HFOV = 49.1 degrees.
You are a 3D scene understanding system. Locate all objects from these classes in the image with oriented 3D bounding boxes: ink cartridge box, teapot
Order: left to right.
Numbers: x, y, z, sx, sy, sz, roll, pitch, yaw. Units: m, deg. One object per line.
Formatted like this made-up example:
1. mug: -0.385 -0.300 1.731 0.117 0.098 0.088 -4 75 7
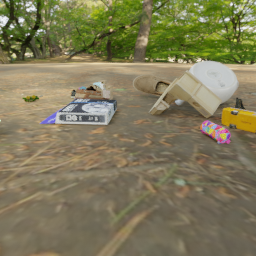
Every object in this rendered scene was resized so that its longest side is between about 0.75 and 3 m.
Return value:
1. ink cartridge box: -1.688 -0.630 10.149 2.322 0.504 2.300 0 17 5
2. teapot: 3.491 -1.699 12.046 2.226 1.626 2.197 23 52 14

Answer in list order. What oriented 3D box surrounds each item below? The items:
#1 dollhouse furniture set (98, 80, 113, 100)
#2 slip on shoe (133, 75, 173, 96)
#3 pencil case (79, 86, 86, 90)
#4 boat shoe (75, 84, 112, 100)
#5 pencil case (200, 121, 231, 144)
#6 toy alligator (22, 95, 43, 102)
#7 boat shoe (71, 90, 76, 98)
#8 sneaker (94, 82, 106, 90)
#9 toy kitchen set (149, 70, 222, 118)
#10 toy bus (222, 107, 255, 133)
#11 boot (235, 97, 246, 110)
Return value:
1. dollhouse furniture set: -1.010 -1.473 12.033 0.551 1.063 0.471 14 22 35
2. slip on shoe: 1.327 -1.971 13.171 2.447 0.930 0.741 19 9 19
3. pencil case: -2.312 -1.850 14.404 0.517 0.476 1.120 19 12 -13
4. boat shoe: -1.472 -1.539 12.612 0.902 0.855 2.381 9 17 28
5. pencil case: 2.401 0.110 7.736 0.446 0.446 1.009 -4 19 -13
6. toy alligator: -4.439 -1.372 13.145 1.053 0.253 0.349 -16 -10 -42
7. boat shoe: -2.733 -1.811 14.501 0.390 0.367 1.086 -2 15 -1
8. sneaker: -1.632 -2.118 15.212 0.775 0.699 1.891 -14 12 -7
9. toy kitchen set: 1.976 -0.720 10.443 1.566 1.731 1.919 -51 2 -23
10. toy bus: 3.701 -0.228 8.667 0.651 0.542 1.664 -10 18 -34
11. boot: 4.311 -0.808 10.611 0.320 0.572 0.827 -6 18 -18
